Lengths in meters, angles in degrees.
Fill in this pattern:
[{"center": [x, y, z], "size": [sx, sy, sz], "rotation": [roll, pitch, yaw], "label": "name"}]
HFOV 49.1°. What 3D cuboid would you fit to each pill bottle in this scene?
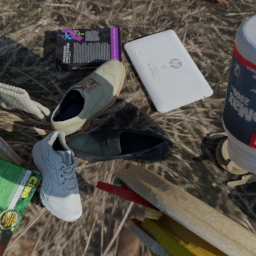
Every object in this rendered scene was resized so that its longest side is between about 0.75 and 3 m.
[{"center": [2.295, -0.397, 4.419], "size": [1.462, 2.445, 1.462], "rotation": [-5, 45, 5], "label": "pill bottle"}]

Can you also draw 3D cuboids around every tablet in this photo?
[{"center": [1.172, -1.818, 8.483], "size": [1.770, 0.186, 2.720], "rotation": [-20, 66, -10], "label": "tablet"}]

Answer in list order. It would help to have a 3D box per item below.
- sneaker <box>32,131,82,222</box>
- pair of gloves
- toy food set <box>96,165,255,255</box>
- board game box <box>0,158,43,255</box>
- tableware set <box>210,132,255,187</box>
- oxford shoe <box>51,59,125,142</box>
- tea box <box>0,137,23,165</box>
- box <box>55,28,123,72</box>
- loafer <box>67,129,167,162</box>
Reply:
[{"center": [-1.587, 1.057, 6.498], "size": [0.832, 0.973, 2.234], "rotation": [-2, 57, -48], "label": "sneaker"}, {"center": [-3.191, -0.821, 6.854], "size": [2.618, 2.226, 0.459], "rotation": [17, 74, 9], "label": "pair of gloves"}, {"center": [0.919, 1.393, 3.715], "size": [2.896, 2.867, 0.705], "rotation": [24, 79, 53], "label": "toy food set"}, {"center": [-2.856, 1.818, 5.973], "size": [1.169, 0.262, 2.230], "rotation": [31, 77, -31], "label": "board game box"}, {"center": [3.398, 0.524, 7.166], "size": [2.257, 0.452, 1.492], "rotation": [-10, 64, -5], "label": "tableware set"}, {"center": [-0.979, -0.902, 7.478], "size": [0.996, 1.038, 2.813], "rotation": [30, 71, 12], "label": "oxford shoe"}, {"center": [-4.254, 0.640, 6.484], "size": [2.333, 1.559, 2.295], "rotation": [36, 68, 17], "label": "tea box"}, {"center": [-1.201, -2.445, 8.691], "size": [2.028, 0.366, 1.450], "rotation": [-1, 64, -2], "label": "box"}, {"center": [-0.286, 0.367, 7.000], "size": [2.530, 0.888, 0.859], "rotation": [2, 64, 1], "label": "loafer"}]
